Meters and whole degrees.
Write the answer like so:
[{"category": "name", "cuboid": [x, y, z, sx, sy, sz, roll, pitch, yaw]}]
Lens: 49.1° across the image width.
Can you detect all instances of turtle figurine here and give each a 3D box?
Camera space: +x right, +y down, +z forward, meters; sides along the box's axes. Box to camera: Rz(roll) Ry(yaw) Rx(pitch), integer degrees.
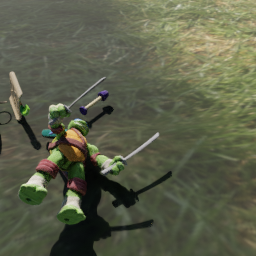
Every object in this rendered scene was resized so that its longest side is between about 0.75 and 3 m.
[{"category": "turtle figurine", "cuboid": [-0.866, 0.407, 5.381, 2.439, 1.755, 2.365, -5, 42, 19]}]

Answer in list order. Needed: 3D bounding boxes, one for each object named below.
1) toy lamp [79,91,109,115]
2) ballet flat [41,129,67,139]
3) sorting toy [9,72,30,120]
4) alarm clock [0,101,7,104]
[{"category": "toy lamp", "cuboid": [-0.900, -0.721, 7.689, 0.290, 0.290, 0.997, 26, 49, 25]}, {"category": "ballet flat", "cuboid": [-1.677, 0.164, 6.882, 0.855, 0.292, 0.291, 9, 75, -2]}, {"category": "sorting toy", "cuboid": [-2.823, -0.673, 7.269, 0.196, 0.982, 1.329, -12, 57, -32]}, {"category": "alarm clock", "cuboid": [-3.983, -0.432, 6.976, 1.419, 0.700, 2.104, -3, 15, 35]}]
